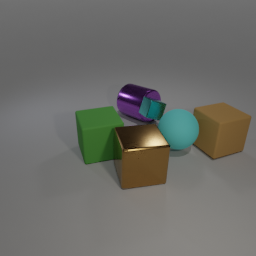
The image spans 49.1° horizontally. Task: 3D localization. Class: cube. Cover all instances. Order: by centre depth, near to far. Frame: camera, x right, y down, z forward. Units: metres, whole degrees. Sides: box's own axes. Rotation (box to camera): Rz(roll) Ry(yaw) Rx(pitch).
[{"bbox_3d":[0.365,0.835,8.674,1.400,1.400,1.400,-5,29,-12],"label":"cube"},{"bbox_3d":[-0.995,0.211,9.812,1.400,1.400,1.400,-9,31,-16],"label":"cube"},{"bbox_3d":[3.254,0.044,10.036,1.400,1.400,1.400,-11,30,-23],"label":"cube"},{"bbox_3d":[0.956,-0.766,10.957,0.700,0.700,0.700,11,15,-27],"label":"cube"}]

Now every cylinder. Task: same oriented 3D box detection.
[{"bbox_3d":[0.471,-1.111,12.151,1.400,1.400,1.400,22,36,38],"label":"cylinder"}]

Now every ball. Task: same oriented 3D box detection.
[{"bbox_3d":[1.728,0.042,9.671,1.400,1.400,1.400,0,29,0],"label":"ball"}]
